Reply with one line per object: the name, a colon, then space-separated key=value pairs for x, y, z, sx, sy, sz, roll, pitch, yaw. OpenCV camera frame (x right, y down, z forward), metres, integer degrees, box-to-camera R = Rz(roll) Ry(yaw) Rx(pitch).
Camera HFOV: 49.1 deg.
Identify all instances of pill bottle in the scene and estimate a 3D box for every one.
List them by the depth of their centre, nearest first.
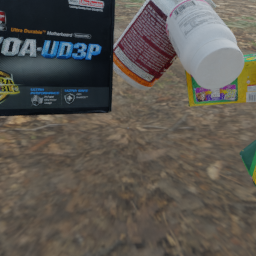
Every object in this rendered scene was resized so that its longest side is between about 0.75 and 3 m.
pill bottle: x=1.345 y=-1.544 z=5.081 sx=0.977 sy=0.977 sz=1.724 roll=-5 pitch=47 yaw=-7
pill bottle: x=0.741 y=-2.209 z=6.573 sx=1.406 sy=2.463 sz=1.406 roll=32 pitch=29 yaw=-20

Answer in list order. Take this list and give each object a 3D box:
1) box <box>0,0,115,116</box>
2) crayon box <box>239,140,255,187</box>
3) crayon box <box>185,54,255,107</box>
box: x=-1.608 y=-1.327 z=4.950 sx=2.741 sy=2.179 sz=0.631 roll=-3 pitch=13 yaw=-26
crayon box: x=2.659 y=0.101 z=3.790 sx=0.623 sy=2.139 sz=1.270 roll=45 pitch=19 yaw=-3
crayon box: x=2.035 y=-1.003 z=5.981 sx=1.538 sy=0.914 sz=0.448 roll=-3 pitch=30 yaw=19
